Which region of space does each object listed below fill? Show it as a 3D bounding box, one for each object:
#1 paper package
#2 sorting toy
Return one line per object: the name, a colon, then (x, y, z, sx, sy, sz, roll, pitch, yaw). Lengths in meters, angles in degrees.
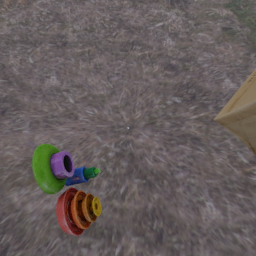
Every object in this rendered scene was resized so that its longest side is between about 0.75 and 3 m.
paper package: (2.811, -0.728, 4.436, 1.157, 2.132, 2.237, 40, 79, 1)
sorting toy: (-0.829, 0.890, 4.432, 0.643, 1.567, 0.941, -16, 15, 14)
